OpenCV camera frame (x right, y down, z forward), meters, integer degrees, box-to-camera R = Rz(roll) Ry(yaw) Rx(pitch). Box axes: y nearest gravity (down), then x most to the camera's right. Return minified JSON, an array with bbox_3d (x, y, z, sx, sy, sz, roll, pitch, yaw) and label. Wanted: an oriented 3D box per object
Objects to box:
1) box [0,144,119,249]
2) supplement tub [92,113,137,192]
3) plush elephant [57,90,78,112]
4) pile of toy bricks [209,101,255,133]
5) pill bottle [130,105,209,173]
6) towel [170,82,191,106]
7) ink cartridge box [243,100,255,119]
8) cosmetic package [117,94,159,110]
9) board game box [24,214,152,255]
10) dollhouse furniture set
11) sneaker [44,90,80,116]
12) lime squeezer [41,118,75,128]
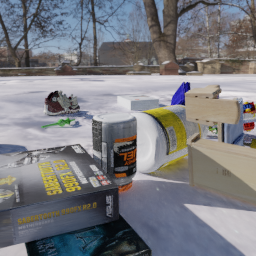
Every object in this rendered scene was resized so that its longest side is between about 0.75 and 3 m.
[{"bbox_3d":[-1.458,0.963,4.888,1.910,0.583,2.411,-6,15,-22],"label":"box"},{"bbox_3d":[-0.281,0.509,6.014,0.962,1.570,0.962,0,15,0],"label":"supplement tub"},{"bbox_3d":[-2.817,-1.328,13.476,0.817,0.869,1.055,-22,68,-26],"label":"plush elephant"},{"bbox_3d":[3.454,-0.156,10.271,2.315,1.284,1.143,-11,-20,16],"label":"pile of toy bricks"},{"bbox_3d":[1.089,0.167,7.594,1.492,1.492,2.663,12,17,40],"label":"pill bottle"},{"bbox_3d":[2.355,-1.323,13.032,0.451,1.343,1.819,33,37,-10],"label":"towel"},{"bbox_3d":[5.780,-0.922,13.703,1.649,0.688,1.197,-7,16,-28],"label":"ink cartridge box"},{"bbox_3d":[0.551,-1.548,16.522,1.754,0.601,2.326,-8,16,-19],"label":"cosmetic package"},{"bbox_3d":[-0.820,1.570,4.329,1.488,0.310,2.200,-7,16,-26],"label":"board game box"},{"bbox_3d":[2.640,0.053,6.132,1.657,2.398,2.540,11,29,38],"label":"dollhouse furniture set"},{"bbox_3d":[-3.351,-1.352,14.390,0.786,1.200,2.077,12,18,41],"label":"sneaker"},{"bbox_3d":[-2.728,-0.209,11.855,0.627,0.335,1.775,-29,-6,39],"label":"lime squeezer"}]
